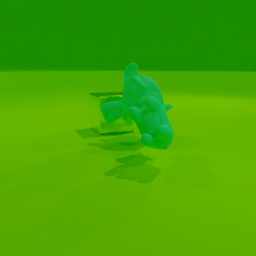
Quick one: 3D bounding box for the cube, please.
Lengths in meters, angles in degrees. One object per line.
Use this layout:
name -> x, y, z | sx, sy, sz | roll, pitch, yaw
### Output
cube -> -0.408, -0.396, 6.895 | 0.894, 0.894, 0.894 | -5, 13, -22

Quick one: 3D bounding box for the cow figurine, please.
cow figurine -> 0.442, -0.116, 4.552 | 0.606, 1.103, 1.086 | -30, -25, 18

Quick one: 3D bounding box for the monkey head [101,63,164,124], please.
monkey head -> 0.123, -0.517, 5.974 | 1.239, 1.723, 1.038 | -20, 3, 15
